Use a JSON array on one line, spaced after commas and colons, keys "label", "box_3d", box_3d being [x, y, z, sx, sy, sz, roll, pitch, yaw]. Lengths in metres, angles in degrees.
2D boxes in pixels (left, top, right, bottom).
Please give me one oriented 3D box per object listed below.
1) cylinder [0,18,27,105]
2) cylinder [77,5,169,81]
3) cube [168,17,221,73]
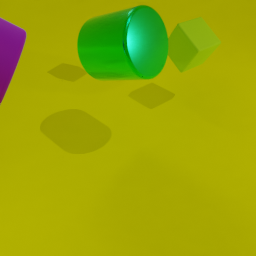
[{"label": "cylinder", "box_3d": [-1.977, -0.833, 3.190, 1.215, 1.215, 1.215, 22, 34, -28]}, {"label": "cylinder", "box_3d": [-0.097, -1.633, 5.617, 1.337, 1.337, 1.337, 7, 38, 42]}, {"label": "cube", "box_3d": [1.664, -2.194, 7.409, 0.917, 0.917, 0.917, -27, 77, -29]}]
